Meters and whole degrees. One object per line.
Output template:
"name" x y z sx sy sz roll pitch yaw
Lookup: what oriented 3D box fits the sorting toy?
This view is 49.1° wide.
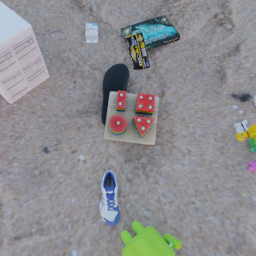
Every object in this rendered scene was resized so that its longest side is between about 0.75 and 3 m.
"sorting toy" 0.166 -0.458 10.593 1.938 0.674 1.926 7 74 -1

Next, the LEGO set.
"LEGO set" 4.415 0.555 10.258 0.894 0.831 2.177 -9 59 -5

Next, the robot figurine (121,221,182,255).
"robot figurine" 0.678 3.774 8.171 1.863 1.229 2.124 -36 66 -19

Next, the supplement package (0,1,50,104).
"supplement package" -4.886 -2.931 11.100 2.133 2.811 2.118 39 67 20

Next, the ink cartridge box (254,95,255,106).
"ink cartridge box" 5.940 -1.223 11.147 1.422 1.050 0.609 0 59 1

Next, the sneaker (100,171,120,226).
"sneaker" -0.639 2.295 9.275 0.673 0.788 1.788 -7 61 -5

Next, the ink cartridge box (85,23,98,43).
"ink cartridge box" -1.740 -4.581 13.493 0.578 0.333 0.997 -2 60 -1

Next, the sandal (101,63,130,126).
"sandal" -0.596 -1.350 11.518 1.052 0.670 2.799 10 73 1

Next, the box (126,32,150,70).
"box" 0.377 -2.956 10.903 0.332 1.345 1.074 -20 17 -18

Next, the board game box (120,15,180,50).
"board game box" 1.048 -4.522 13.455 2.419 0.341 1.636 -21 62 -12
